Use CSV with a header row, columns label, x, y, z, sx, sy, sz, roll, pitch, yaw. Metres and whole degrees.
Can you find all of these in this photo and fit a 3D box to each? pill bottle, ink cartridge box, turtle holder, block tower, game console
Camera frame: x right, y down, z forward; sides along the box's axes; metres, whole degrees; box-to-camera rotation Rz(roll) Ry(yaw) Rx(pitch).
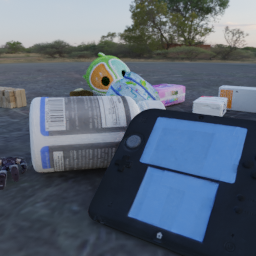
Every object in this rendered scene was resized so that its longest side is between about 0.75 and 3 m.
label,x,y,z,sx,sy,sz,roll,pitch,yaw
pill bottle,-0.576,0.081,5.759,2.605,1.482,1.482,-2,16,-13
ink cartridge box,3.053,-0.775,10.395,1.003,0.584,1.385,8,18,26
turtle holder,-0.667,-2.089,13.150,1.990,2.619,1.860,-40,49,-2
block tower,-5.791,-1.402,12.224,2.798,0.809,0.756,6,17,24
game console,0.792,0.648,3.983,2.354,0.365,2.082,9,55,30

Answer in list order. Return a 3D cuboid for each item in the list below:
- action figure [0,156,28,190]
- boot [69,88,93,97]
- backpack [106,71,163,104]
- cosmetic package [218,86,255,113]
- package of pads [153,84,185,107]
label,x,y,z,sx,sy,sz,roll,pitch,yaw
action figure,-2.329,0.799,5.465,0.690,0.368,1.060,-13,16,-17
boot,-2.271,-1.775,14.172,1.183,0.431,0.919,-2,16,5
backpack,0.131,-0.766,7.475,1.577,1.487,1.934,45,22,3
cosmetic package,4.556,-1.155,11.141,1.796,0.911,0.640,9,19,31
package of pads,1.380,-1.408,12.122,1.328,0.834,2.204,13,21,38
